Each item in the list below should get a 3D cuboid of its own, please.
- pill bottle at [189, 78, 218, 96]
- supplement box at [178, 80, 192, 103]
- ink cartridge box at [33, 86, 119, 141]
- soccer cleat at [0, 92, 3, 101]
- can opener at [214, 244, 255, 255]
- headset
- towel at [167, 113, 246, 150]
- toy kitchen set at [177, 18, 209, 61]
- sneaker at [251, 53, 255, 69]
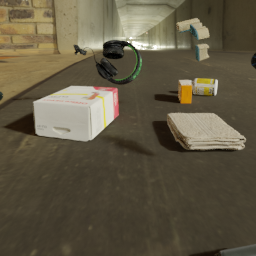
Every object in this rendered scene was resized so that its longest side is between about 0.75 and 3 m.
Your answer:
[{"bbox_3d":[4.078,-2.279,15.474,1.596,0.894,0.894,7,21,19],"label":"pill bottle"},{"bbox_3d":[2.892,-1.874,14.298,0.544,0.932,1.479,0,19,5],"label":"supplement box"},{"bbox_3d":[-1.800,-0.691,10.539,2.159,1.241,2.975,5,21,14],"label":"ink cartridge box"},{"bbox_3d":[-6.714,-1.161,12.832,2.124,0.717,0.861,-24,39,-36],"label":"soccer cleat"},{"bbox_3d":[1.512,2.099,4.337,1.281,0.337,0.426,-8,56,-16],"label":"can opener"},{"bbox_3d":[-0.847,-2.904,11.666,2.862,1.768,1.345,21,2,22],"label":"headset"},{"bbox_3d":[2.527,0.063,9.622,1.952,0.508,2.945,1,19,-3],"label":"towel"},{"bbox_3d":[2.693,-3.651,11.683,0.903,1.228,1.533,-13,39,1],"label":"toy kitchen set"},{"bbox_3d":[3.499,-1.240,6.293,0.581,0.571,1.507,-1,47,-38],"label":"sneaker"}]
